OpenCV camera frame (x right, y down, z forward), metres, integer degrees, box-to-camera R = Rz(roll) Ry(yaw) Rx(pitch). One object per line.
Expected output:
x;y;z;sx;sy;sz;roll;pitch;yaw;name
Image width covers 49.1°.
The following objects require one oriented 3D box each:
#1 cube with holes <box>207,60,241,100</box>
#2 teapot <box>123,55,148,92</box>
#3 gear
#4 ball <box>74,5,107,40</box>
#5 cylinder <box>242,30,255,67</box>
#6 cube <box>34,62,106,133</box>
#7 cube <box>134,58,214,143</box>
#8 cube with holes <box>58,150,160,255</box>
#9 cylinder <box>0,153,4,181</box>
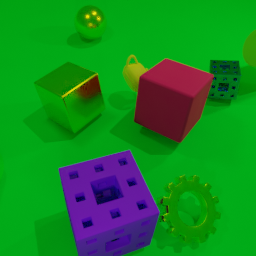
2.551;-1.303;7.522;0.750;0.750;0.750;5;43;13;cube with holes
0.276;-1.316;7.291;0.617;1.261;0.784;-31;35;-6;teapot
1.149;1.503;5.224;1.212;0.224;1.212;6;72;-19;gear
-1.237;-3.486;9.270;1.082;1.082;1.082;0;50;0;ball
3.897;-2.132;7.666;1.039;1.039;1.039;1;45;-31;cylinder
-1.385;-0.773;6.850;1.107;1.107;1.107;27;54;32;cube
1.044;-0.678;6.559;1.273;1.273;1.273;26;42;22;cube
-0.367;1.373;4.778;1.254;1.254;1.254;-13;49;-16;cube with holes
-3.255;0.706;5.344;1.292;1.292;1.292;1;72;-2;cylinder
